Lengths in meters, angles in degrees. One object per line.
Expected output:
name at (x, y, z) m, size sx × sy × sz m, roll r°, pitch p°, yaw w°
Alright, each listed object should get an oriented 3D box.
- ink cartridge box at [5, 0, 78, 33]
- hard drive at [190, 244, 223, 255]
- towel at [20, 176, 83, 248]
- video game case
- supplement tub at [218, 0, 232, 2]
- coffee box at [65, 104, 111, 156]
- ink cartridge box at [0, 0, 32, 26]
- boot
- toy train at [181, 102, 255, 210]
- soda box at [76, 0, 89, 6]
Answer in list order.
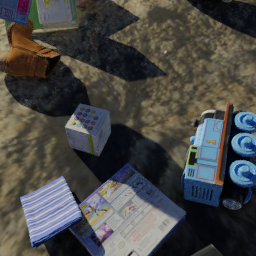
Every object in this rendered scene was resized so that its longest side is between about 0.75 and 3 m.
ink cartridge box at (-3.069, -4.340, 9.624) m, size 2.519 × 0.604 × 1.833 m, roll -7°, pitch 87°, yaw -8°
hard drive at (1.470, 3.036, 4.401) m, size 1.420 × 0.445 × 2.105 m, roll -21°, pitch 55°, yaw -16°
towel at (-1.527, 1.552, 5.444) m, size 0.995 × 0.164 × 1.375 m, roll -27°, pitch 36°, yaw -15°
video game case at (-0.056, 1.776, 5.431) m, size 1.765 × 0.401 × 1.600 m, roll -38°, pitch 61°, yaw -26°
supplement tub at (3.016, -5.821, 10.787) m, size 2.398 × 1.469 × 1.469 m, roll 18°, pitch 54°, yaw 14°
coffee box at (-0.908, 0.038, 6.568) m, size 0.778 × 0.787 × 0.786 m, roll 16°, pitch 53°, yaw 12°
ink cartridge box at (-2.420, -2.501, 4.884) m, size 1.418 × 0.967 × 0.541 m, roll 8°, pitch 29°, yaw -29°
boot at (-2.862, -2.402, 8.540) m, size 1.741 × 0.829 × 2.250 m, roll 11°, pitch 63°, yaw 9°
toy train at (2.024, 0.510, 6.053) m, size 1.434 × 1.088 × 2.509 m, roll 10°, pitch 52°, yaw 16°
soda box at (-1.980, -5.260, 10.823) m, size 0.665 × 0.715 × 2.091 m, roll 37°, pitch 60°, yaw 25°
